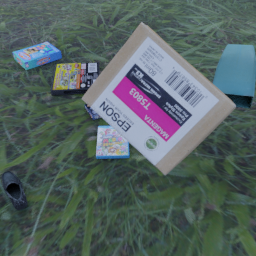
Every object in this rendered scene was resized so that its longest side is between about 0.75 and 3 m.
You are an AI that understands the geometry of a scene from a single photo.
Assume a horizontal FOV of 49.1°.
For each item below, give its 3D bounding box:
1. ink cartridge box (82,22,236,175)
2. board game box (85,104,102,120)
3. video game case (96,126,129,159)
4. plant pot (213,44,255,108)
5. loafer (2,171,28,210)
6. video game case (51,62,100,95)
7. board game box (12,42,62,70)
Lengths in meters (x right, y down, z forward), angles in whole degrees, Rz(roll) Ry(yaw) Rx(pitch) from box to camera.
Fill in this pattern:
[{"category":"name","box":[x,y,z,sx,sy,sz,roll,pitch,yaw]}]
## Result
[{"category":"ink cartridge box","box":[0.692,-0.661,6.739,2.801,2.308,1.052,42,17,3]},{"category":"board game box","box":[-0.986,-0.815,11.279,1.283,0.222,0.869,-20,45,-21]},{"category":"video game case","box":[-0.531,0.464,9.877,1.108,0.138,1.549,-1,41,-1]},{"category":"plant pot","box":[3.239,-1.588,8.403,1.159,1.159,1.640,10,81,21]},{"category":"loafer","box":[-3.324,1.719,8.141,0.503,0.520,1.481,-24,47,-25]},{"category":"video game case","box":[-2.369,-2.323,12.962,2.123,0.300,2.350,-4,42,-4]},{"category":"board game box","box":[-4.693,-3.769,14.496,1.997,0.449,1.519,-27,48,-28]}]
